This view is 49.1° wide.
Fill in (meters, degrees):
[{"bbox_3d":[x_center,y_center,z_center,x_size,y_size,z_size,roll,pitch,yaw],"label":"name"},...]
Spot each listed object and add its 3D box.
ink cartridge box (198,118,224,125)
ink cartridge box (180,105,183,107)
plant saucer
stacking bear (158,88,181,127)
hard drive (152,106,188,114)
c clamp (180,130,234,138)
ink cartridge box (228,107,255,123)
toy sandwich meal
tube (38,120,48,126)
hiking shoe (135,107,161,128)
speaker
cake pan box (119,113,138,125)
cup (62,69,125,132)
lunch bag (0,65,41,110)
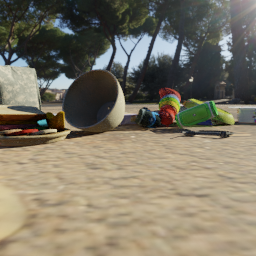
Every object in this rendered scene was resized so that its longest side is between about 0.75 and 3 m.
[{"bbox_3d":[3.707,-0.359,12.817,1.932,0.379,0.961,-4,7,-44],"label":"ink cartridge box"},{"bbox_3d":[2.754,-0.978,16.488,2.361,0.801,1.359,3,7,28],"label":"ink cartridge box"},{"bbox_3d":[3.784,-0.835,13.037,2.563,0.398,2.563,18,15,-5],"label":"plant saucer"},{"bbox_3d":[1.720,-0.813,12.107,1.002,1.071,1.763,5,40,12],"label":"stacking bear"},{"bbox_3d":[2.065,-0.685,13.585,2.569,0.544,1.733,-8,5,10],"label":"hard drive"},{"bbox_3d":[2.540,0.183,8.869,1.579,0.214,1.349,0,1,18],"label":"c clamp"},{"bbox_3d":[6.085,-0.659,13.746,2.222,0.754,1.279,2,7,16],"label":"ink cartridge box"},{"bbox_3d":[-3.002,-0.155,8.139,2.828,0.969,2.828,0,6,0],"label":"toy sandwich meal"},{"bbox_3d":[-3.705,-0.166,11.391,1.521,0.383,0.589,-9,-3,-33],"label":"tube"},{"bbox_3d":[0.881,-0.335,11.642,0.968,0.831,2.233,22,10,5],"label":"hiking shoe"},{"bbox_3d":[2.641,-0.507,10.866,1.543,0.683,0.683,-21,-3,25],"label":"speaker"},{"bbox_3d":[-0.695,-0.436,12.982,1.958,0.512,1.803,-2,4,-18],"label":"cake pan box"},{"bbox_3d":[-0.965,-0.742,9.939,2.194,2.194,1.569,3,-18,28],"label":"cup"},{"bbox_3d":[-5.343,-1.539,12.870,1.590,2.704,2.217,6,9,40],"label":"lunch bag"}]
